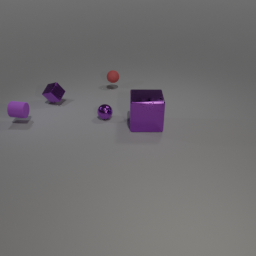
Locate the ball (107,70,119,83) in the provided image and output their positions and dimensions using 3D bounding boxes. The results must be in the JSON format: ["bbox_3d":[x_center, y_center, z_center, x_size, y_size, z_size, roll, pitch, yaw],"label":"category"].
[{"bbox_3d":[-0.837,-2.864,15.623,0.700,0.700,0.700,0,30,0],"label":"ball"}]

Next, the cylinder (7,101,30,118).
[{"bbox_3d":[-4.783,-0.800,12.247,0.700,0.700,0.700,5,30,3],"label":"cylinder"}]

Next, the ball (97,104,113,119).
[{"bbox_3d":[-1.045,-0.738,12.732,0.700,0.700,0.700,0,30,0],"label":"ball"}]

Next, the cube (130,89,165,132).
[{"bbox_3d":[0.794,-0.763,12.066,1.400,1.400,1.400,0,30,0],"label":"cube"}]

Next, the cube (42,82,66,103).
[{"bbox_3d":[-3.706,-1.762,13.998,0.700,0.700,0.700,-3,53,36],"label":"cube"}]
